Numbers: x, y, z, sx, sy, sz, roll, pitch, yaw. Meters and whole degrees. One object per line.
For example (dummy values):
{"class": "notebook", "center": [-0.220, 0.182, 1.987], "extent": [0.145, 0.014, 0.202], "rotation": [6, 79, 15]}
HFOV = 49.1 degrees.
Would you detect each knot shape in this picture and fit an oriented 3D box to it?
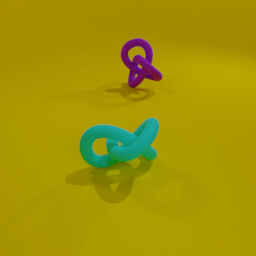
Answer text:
{"class": "knot shape", "center": [-0.003, 0.389, 6.803], "extent": [2.003, 0.925, 1.874], "rotation": [-14, -11, 25]}
{"class": "knot shape", "center": [0.431, -2.525, 10.782], "extent": [0.882, 1.787, 1.909], "rotation": [-31, 20, -32]}
